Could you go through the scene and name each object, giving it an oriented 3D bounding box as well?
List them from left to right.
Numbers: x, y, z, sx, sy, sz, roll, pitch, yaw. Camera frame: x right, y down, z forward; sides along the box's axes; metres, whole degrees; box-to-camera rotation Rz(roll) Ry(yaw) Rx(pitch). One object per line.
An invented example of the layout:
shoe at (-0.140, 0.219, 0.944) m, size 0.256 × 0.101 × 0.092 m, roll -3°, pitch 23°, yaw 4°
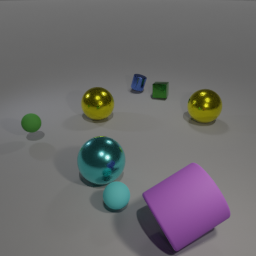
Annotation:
ball at (-3.492, -0.183, 10.118) m, size 0.700 × 0.700 × 0.700 m, roll 0°, pitch 28°, yaw 0°
ball at (-1.270, -1.023, 11.779) m, size 1.400 × 1.400 × 1.400 m, roll 0°, pitch 28°, yaw 0°
ball at (-0.769, 0.932, 8.134) m, size 1.400 × 1.400 × 1.400 m, roll 0°, pitch 28°, yaw 0°
ball at (-0.293, 1.728, 7.182) m, size 0.700 × 0.700 × 0.700 m, roll 0°, pitch 28°, yaw 0°
cylinder at (0.560, -2.387, 14.649) m, size 0.700 × 0.700 × 0.700 m, roll 13°, pitch 27°, yaw -7°
cube at (1.640, -1.919, 14.046) m, size 0.700 × 0.700 × 0.700 m, roll 4°, pitch 20°, yaw 17°
cylinder at (1.250, 1.707, 6.193) m, size 1.400 × 1.400 × 1.400 m, roll -31°, pitch 34°, yaw -4°
ball at (3.153, -0.905, 11.529) m, size 1.400 × 1.400 × 1.400 m, roll 0°, pitch 28°, yaw 0°
